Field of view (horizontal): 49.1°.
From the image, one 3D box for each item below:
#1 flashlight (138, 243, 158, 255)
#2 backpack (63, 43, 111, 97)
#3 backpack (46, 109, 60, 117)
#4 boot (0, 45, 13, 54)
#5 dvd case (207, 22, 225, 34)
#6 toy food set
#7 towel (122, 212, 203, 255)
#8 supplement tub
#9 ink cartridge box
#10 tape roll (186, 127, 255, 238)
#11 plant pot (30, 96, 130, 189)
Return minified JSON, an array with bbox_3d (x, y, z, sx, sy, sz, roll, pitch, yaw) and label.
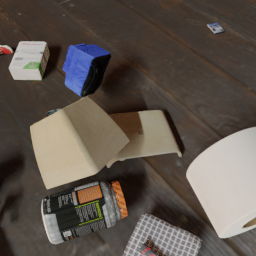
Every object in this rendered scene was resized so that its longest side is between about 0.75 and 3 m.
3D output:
[{"bbox_3d":[0.677,3.478,7.501,0.852,0.289,0.288,37,93,21],"label":"flashlight"},{"bbox_3d":[-1.641,-2.207,10.656,1.497,1.784,1.450,33,33,19],"label":"backpack"},{"bbox_3d":[-2.855,-0.430,11.244,0.754,0.663,0.578,-19,26,-26],"label":"backpack"},{"bbox_3d":[-6.315,-3.678,13.763,1.199,0.434,0.865,15,55,21],"label":"boot"},{"bbox_3d":[4.800,-5.427,15.234,0.621,0.076,0.871,-16,55,-12],"label":"dvd case"},{"bbox_3d":[0.415,0.412,10.646,2.826,0.854,2.028,-6,53,-14],"label":"toy food set"},{"bbox_3d":[0.810,3.853,7.899,1.995,1.031,2.409,21,57,16],"label":"towel"},{"bbox_3d":[-1.304,2.502,8.622,2.382,1.460,1.460,-14,55,-10],"label":"supplement tub"},{"bbox_3d":[-4.568,-3.170,13.148,1.355,0.782,1.855,2,54,2],"label":"ink cartridge box"},{"bbox_3d":[3.510,1.659,8.298,2.975,2.975,2.043,-16,56,-11],"label":"tape roll"},{"bbox_3d":[-1.683,0.306,8.838,1.980,2.236,2.234,61,34,-9],"label":"plant pot"}]
